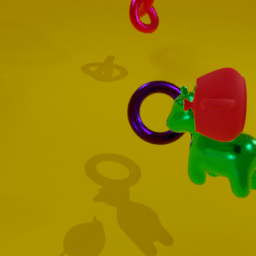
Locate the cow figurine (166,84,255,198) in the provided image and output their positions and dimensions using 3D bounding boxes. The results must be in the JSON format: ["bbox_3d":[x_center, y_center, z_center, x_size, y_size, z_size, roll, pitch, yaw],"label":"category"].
[{"bbox_3d":[1.314,0.120,4.297,0.868,1.556,1.581,-14,15,-38],"label":"cow figurine"}]

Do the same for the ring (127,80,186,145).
[{"bbox_3d":[0.620,-0.305,5.474,1.284,0.257,1.284,0,83,-4],"label":"ring"}]

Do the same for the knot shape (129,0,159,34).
[{"bbox_3d":[0.445,-3.852,8.460,0.831,1.798,1.683,-7,30,9],"label":"knot shape"}]

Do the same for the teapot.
[{"bbox_3d":[0.947,-0.256,3.123,0.634,0.805,1.295,1,4,14],"label":"teapot"}]
